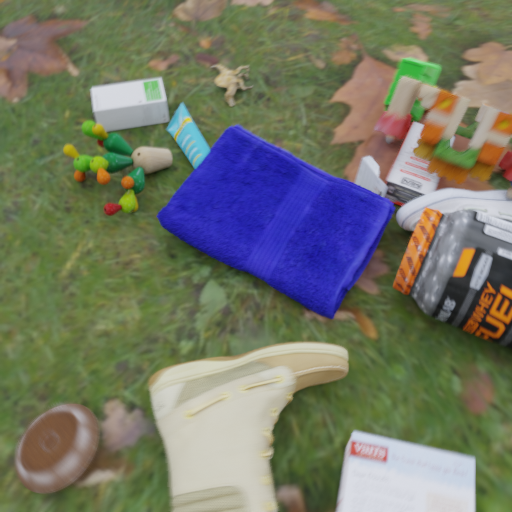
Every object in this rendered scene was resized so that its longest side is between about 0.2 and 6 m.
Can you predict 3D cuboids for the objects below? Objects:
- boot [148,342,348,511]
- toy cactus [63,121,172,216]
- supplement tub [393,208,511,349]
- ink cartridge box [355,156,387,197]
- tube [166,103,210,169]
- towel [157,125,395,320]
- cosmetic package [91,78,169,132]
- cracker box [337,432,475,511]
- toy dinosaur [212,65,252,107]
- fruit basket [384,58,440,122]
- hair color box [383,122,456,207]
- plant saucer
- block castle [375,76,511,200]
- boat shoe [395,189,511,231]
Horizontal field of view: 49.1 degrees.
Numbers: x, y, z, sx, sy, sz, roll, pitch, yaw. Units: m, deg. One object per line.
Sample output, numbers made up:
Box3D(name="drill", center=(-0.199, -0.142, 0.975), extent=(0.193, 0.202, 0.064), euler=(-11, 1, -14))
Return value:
Box3D(name="boot", center=(0.127, 2.439, 7.654), extent=(2.906, 1.058, 2.259), euler=(-7, 58, -13))
Box3D(name="toy cactus", center=(-2.562, -1.698, 10.862), extent=(1.907, 1.182, 2.312), euler=(-13, 50, -32))
Box3D(name="supplement tub", center=(3.775, 0.408, 8.658), extent=(2.966, 1.817, 1.817), euler=(22, 57, 16))
Box3D(name="ink cartridge box", center=(2.236, -1.372, 10.666), extent=(0.200, 0.678, 0.847), euler=(-18, 56, -20))
Box3D(name="tube", center=(-1.316, -2.315, 11.468), extent=(0.451, 0.693, 1.790), euler=(10, 40, -49))
Box3D(name="towel", center=(0.405, -0.789, 9.873), extent=(3.578, 0.886, 2.642), euler=(27, 61, 13))
Box3D(name="cosmetic package", center=(-2.712, -3.240, 12.074), extent=(1.520, 0.645, 0.818), euler=(-11, 56, -10))
Box3D(name="cracker box", center=(1.797, 3.622, 6.973), extent=(1.631, 0.702, 2.435), euler=(11, 55, 8))
Box3D(name="toy dinosaur", center=(-0.568, -4.100, 12.829), extent=(0.804, 0.463, 1.591), euler=(-13, 55, -8))
Box3D(name="fruit basket", center=(3.449, -3.558, 12.130), extent=(0.972, 1.347, 1.347), euler=(28, 58, 27))
Box3D(name="hair color box", center=(3.192, -1.752, 10.998), extent=(0.933, 0.563, 1.838), euler=(23, 57, 13))
Box3D(name="plant saucer", center=(-2.828, 2.618, 7.805), extent=(1.271, 0.232, 1.271), euler=(-10, 50, 13))
Box3D(name="block castle", center=(3.843, -2.228, 10.568), extent=(3.007, 1.411, 2.010), euler=(24, 22, 10))
Box3D(name="boat shoe", center=(3.737, -0.674, 10.009), extent=(2.396, 0.881, 0.800), euler=(-9, 57, -10))
